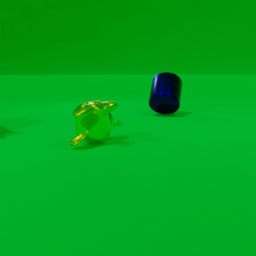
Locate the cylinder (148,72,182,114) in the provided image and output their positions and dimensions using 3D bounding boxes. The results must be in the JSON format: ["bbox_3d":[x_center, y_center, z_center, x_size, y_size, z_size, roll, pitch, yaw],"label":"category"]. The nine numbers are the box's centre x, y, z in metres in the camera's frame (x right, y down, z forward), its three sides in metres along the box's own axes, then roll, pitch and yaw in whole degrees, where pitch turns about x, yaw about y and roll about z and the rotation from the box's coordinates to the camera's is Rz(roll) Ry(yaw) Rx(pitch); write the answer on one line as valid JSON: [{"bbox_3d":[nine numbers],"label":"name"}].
[{"bbox_3d":[1.271,-1.163,9.450,1.037,1.037,1.037,3,56,14],"label":"cylinder"}]

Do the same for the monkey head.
[{"bbox_3d":[-0.579,-0.125,5.701,1.023,0.857,1.422,-3,15,44],"label":"monkey head"}]
